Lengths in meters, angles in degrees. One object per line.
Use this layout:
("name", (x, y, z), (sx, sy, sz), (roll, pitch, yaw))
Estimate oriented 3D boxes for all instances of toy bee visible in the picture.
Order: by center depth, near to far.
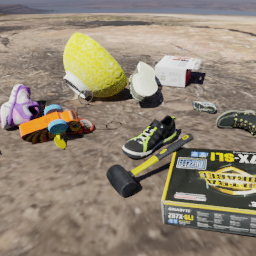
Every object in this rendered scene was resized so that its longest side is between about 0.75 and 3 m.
("toy bee", (-1.856, -0.049, 8.089), (2.238, 1.216, 1.465), (-8, 60, 13))

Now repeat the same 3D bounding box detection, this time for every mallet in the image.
("mallet", (0.520, 0.697, 6.527), (2.270, 0.467, 0.747), (-35, 41, -22))

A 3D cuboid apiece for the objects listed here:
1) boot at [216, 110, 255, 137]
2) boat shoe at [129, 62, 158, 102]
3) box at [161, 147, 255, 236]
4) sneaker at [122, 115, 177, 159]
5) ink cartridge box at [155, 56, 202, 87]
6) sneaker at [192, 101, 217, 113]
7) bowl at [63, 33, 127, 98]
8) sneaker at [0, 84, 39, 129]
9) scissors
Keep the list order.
("boot", (3.585, -0.105, 8.602), (1.464, 0.528, 1.106), (-7, 31, -13))
("boat shoe", (0.518, -1.696, 10.985), (1.028, 0.860, 2.876), (29, 30, -11))
("box", (2.122, 1.199, 5.748), (2.566, 0.633, 2.049), (3, 25, 17))
("sneaker", (0.614, 0.139, 7.774), (2.010, 0.832, 0.721), (-24, 36, -39))
("ink cartridge box", (2.405, -2.670, 13.131), (1.885, 0.901, 2.148), (9, 29, 17))
("sneaker", (2.748, -0.775, 10.068), (0.878, 0.341, 0.379), (19, 36, 25))
("bowl", (-1.552, -2.051, 10.771), (1.513, 2.812, 2.812), (-50, 45, -11))
("sneaker", (-3.490, -0.712, 9.474), (1.042, 0.948, 2.358), (3, 31, -9))
("scissors", (-1.838, -0.344, 9.512), (0.855, 0.163, 2.338), (-14, 29, -20))
